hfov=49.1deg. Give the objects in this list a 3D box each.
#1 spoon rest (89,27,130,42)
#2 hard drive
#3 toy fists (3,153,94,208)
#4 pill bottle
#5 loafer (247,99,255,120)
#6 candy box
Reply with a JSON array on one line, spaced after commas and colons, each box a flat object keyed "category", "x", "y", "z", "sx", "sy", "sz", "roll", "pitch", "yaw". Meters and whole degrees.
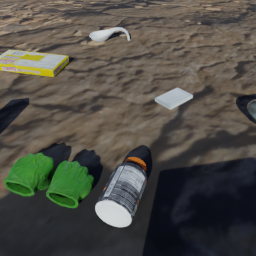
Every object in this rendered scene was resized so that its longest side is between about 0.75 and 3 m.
[{"category": "spoon rest", "x": -0.815, "y": -4.169, "z": 12.456, "sx": 1.791, "sy": 0.543, "sz": 0.890, "roll": -3, "pitch": 37, "yaw": -5}, {"category": "hard drive", "x": 1.394, "y": -0.909, "z": 8.500, "sx": 0.989, "sy": 0.132, "sz": 0.652, "roll": -28, "pitch": 45, "yaw": -31}, {"category": "toy fists", "x": -1.542, "y": 1.010, "z": 5.625, "sx": 1.716, "sy": 0.590, "sz": 0.875, "roll": 11, "pitch": 45, "yaw": 12}, {"category": "pill bottle", "x": -0.049, "y": 1.141, "z": 5.338, "sx": 0.703, "sy": 0.703, "sz": 1.323, "roll": 12, "pitch": 38, "yaw": 15}, {"category": "loafer", "x": 4.346, "y": -0.458, "z": 6.778, "sx": 2.969, "sy": 1.067, "sz": 0.934, "roll": 1, "pitch": 22, "yaw": -13}, {"category": "candy box", "x": -3.598, "y": -2.408, "z": 10.297, "sx": 2.535, "sy": 0.335, "sz": 1.296, "roll": 9, "pitch": 41, "yaw": 12}]
